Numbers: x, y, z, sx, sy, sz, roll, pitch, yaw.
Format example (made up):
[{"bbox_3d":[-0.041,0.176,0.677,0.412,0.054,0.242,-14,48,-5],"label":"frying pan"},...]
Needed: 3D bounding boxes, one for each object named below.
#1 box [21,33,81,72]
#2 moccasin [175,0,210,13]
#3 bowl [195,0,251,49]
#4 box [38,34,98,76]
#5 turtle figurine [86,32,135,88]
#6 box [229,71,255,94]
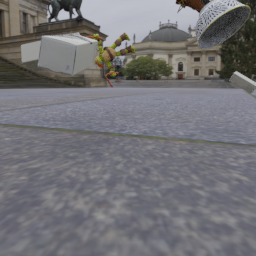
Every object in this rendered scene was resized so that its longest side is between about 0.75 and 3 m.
[{"bbox_3d":[-2.515,-2.578,9.630,2.089,0.714,0.858,-9,-12,7],"label":"box"},{"bbox_3d":[1.549,-3.682,7.712,2.066,0.756,0.798,29,-40,-28],"label":"moccasin"},{"bbox_3d":[2.160,-2.650,6.833,1.414,0.664,1.414,-26,-16,-8],"label":"bowl"},{"bbox_3d":[-1.318,-1.760,6.529,0.805,0.670,1.959,14,20,0],"label":"box"},{"bbox_3d":[-0.621,-2.850,11.041,1.750,2.170,0.699,-30,17,-4],"label":"turtle figurine"},{"bbox_3d":[3.765,-1.482,9.130,0.832,0.342,0.284,41,43,22],"label":"box"}]
